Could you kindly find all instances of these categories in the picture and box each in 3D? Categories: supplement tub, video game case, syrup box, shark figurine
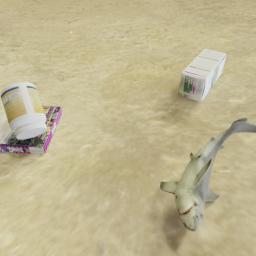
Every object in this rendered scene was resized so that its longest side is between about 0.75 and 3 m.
[{"bbox_3d":[-2.570,-0.416,6.972,0.886,0.886,1.227,-17,79,-20],"label":"supplement tub"},{"bbox_3d":[-2.842,-0.024,7.774,1.613,0.319,1.780,3,40,2],"label":"video game case"},{"bbox_3d":[2.574,-1.868,9.620,0.884,0.854,2.170,22,45,24],"label":"syrup box"},{"bbox_3d":[1.780,0.951,5.905,2.682,1.119,1.602,-52,16,-17],"label":"shark figurine"}]
